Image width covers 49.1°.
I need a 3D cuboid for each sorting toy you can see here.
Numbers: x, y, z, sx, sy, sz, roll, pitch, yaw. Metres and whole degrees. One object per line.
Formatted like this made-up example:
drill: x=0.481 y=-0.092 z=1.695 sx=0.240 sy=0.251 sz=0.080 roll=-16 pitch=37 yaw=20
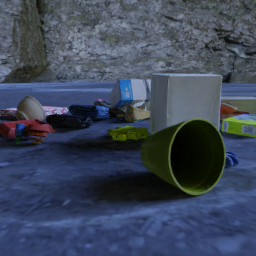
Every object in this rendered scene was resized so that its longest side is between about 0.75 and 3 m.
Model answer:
sorting toy: x=-3.082 y=0.228 z=8.771 sx=0.911 sy=0.623 sz=1.517 roll=10 pitch=-9 yaw=-37

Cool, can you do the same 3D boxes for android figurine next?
android figurine: x=0.086 y=0.166 z=9.435 sx=1.456 sy=0.299 sz=1.326 roll=6 pitch=13 yaw=32

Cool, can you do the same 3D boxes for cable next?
cable: x=-2.267 y=-0.309 z=10.936 sx=1.852 sy=0.470 sz=1.511 roll=1 pitch=2 yaw=6

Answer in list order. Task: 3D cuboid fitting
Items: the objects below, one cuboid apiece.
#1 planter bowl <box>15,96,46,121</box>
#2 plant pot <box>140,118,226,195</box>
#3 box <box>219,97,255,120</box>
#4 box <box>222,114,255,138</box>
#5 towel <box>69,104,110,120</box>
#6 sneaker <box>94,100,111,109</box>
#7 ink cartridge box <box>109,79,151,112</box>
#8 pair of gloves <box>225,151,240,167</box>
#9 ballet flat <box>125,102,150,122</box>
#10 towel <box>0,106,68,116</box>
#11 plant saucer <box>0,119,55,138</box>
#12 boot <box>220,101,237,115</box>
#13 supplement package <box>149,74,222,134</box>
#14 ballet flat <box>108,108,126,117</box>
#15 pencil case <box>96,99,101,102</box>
planter bowl: x=-4.097 y=-0.609 z=11.500 sx=1.190 sy=1.190 sz=0.801 roll=9 pitch=42 yaw=37
plant pot: x=0.967 y=0.524 z=5.662 sx=1.393 sy=1.393 sz=1.341 roll=-7 pitch=2 yaw=-29
box: x=4.896 y=-0.901 z=12.793 sx=1.812 sy=0.987 sz=1.159 roll=1 pitch=12 yaw=6
box: x=4.575 y=-0.137 z=10.418 sx=1.282 sy=0.501 sz=2.103 roll=13 pitch=18 yaw=43
towel: x=-1.569 y=-0.666 z=11.828 sx=1.299 sy=0.565 sz=2.327 roll=5 pitch=3 yaw=8
sneaker: x=-1.261 y=-1.248 z=15.534 sx=1.405 sy=0.557 sz=0.519 roll=3 pitch=11 yaw=8
ink cartridge box: x=0.584 y=-1.554 z=13.912 sx=2.639 sy=1.133 sz=1.933 roll=-2 pitch=-16 yaw=-18
pair of gloves: x=1.631 y=0.715 z=7.041 sx=2.055 sy=0.234 sz=1.652 roll=-4 pitch=11 yaw=-24
ballet flat: x=0.864 y=-0.815 z=12.841 sx=0.884 sy=0.812 sz=2.577 roll=9 pitch=15 yaw=37
towel: x=-4.590 y=-0.785 z=13.892 sx=1.990 sy=0.407 sz=2.719 roll=6 pitch=11 yaw=27
plant saucer: x=-3.808 y=-0.035 z=10.378 sx=1.710 sy=0.314 sz=1.707 roll=-7 pitch=14 yaw=-34
boot: x=3.454 y=-0.593 z=11.125 sx=0.674 sy=0.963 sz=1.796 roll=21 pitch=-8 yaw=-34
supplement package: x=1.702 y=-0.661 z=8.920 sx=1.621 sy=2.108 sz=2.205 roll=-2 pitch=12 yaw=-8
ballet flat: x=-0.945 y=-0.732 z=13.591 sx=1.832 sy=0.425 sz=0.617 roll=10 pitch=-19 yaw=21
pencil case: x=-1.810 y=-1.551 z=17.313 sx=0.423 sy=0.443 sz=1.023 roll=-36 pitch=12 yaw=3
